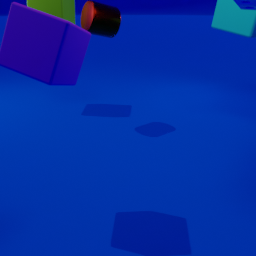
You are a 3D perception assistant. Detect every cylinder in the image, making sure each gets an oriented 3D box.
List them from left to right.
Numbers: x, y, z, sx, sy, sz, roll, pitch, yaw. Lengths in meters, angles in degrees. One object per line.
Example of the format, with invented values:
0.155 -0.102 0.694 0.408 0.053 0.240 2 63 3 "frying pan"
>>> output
-0.766 -3.022 7.822 0.854 0.854 0.854 0 21 -34 "cylinder"

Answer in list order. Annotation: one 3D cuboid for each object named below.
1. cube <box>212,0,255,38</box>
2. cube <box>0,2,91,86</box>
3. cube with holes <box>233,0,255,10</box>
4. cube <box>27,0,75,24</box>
3.077 -3.005 6.936 1.247 1.247 1.247 -12 34 -31 "cube"
-1.152 -1.136 3.980 0.841 0.841 0.841 22 12 9 "cube"
2.371 -2.536 4.296 1.175 1.175 1.175 18 16 29 "cube with holes"
-2.504 -3.970 9.255 1.186 1.186 1.186 3 15 9 "cube"
